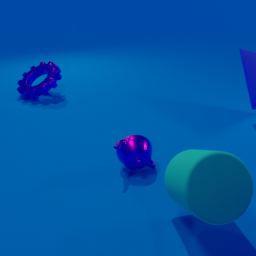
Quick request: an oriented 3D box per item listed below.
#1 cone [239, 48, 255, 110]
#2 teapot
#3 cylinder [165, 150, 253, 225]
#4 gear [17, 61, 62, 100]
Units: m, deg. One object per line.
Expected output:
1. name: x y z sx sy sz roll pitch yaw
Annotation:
1. cone: 3.321 -1.507 7.133 1.487 1.487 1.493 -19 66 -33
2. teapot: 0.122 0.497 5.432 1.167 0.725 0.571 32 22 -32
3. cylinder: 1.115 0.800 4.068 0.952 0.952 0.952 -5 -2 -9
4. gear: -2.911 -1.575 9.195 1.500 0.277 1.500 -12 51 15
